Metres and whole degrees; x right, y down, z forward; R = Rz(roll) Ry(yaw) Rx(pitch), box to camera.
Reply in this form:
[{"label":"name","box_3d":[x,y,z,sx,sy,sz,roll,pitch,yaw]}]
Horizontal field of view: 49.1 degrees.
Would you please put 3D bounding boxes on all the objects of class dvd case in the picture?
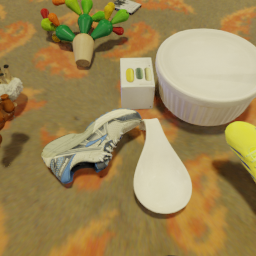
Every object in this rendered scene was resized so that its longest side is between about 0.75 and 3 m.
[{"label":"dvd case","box_3d":[-0.094,-4.745,10.906,1.015,0.126,0.763,27,57,19]}]

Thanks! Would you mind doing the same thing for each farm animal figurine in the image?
[{"label":"farm animal figurine","box_3d":[-3.994,-0.133,6.549,2.930,1.528,2.898,-10,39,-9]}]

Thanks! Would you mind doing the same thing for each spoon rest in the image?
[{"label":"spoon rest","box_3d":[0.648,0.707,6.292,1.228,0.749,2.472,-6,52,-5]}]

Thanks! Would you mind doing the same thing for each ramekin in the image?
[{"label":"ramekin","box_3d":[2.079,-1.296,7.472,2.827,1.317,2.827,0,52,0]}]

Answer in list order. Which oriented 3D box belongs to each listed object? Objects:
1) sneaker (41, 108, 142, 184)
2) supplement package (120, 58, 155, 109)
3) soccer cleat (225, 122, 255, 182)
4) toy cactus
[{"label":"sneaker","box_3d":[-0.653,0.465,6.499,2.473,0.953,1.054,-30,68,-12]},{"label":"supplement package","box_3d":[0.238,-1.224,7.698,0.879,0.872,1.158,-2,52,-1]},{"label":"soccer cleat","box_3d":[2.734,0.853,5.463,2.301,0.744,0.963,52,30,-5]},{"label":"toy cactus","box_3d":[-1.450,-3.081,9.079,2.942,1.504,2.427,1,71,-3]}]
